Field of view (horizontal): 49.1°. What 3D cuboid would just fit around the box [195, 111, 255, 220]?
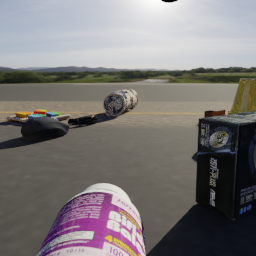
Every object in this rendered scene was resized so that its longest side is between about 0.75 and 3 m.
[{"bbox_3d":[1.500,0.369,3.447,1.305,1.069,0.562,-7,12,-33],"label":"box"}]

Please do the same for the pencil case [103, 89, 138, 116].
[{"bbox_3d":[-0.258,-1.010,11.139,0.861,0.990,2.214,31,18,8],"label":"pencil case"}]

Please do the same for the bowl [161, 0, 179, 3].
[{"bbox_3d":[1.168,-3.466,6.792,1.037,0.204,1.037,-18,-16,-5],"label":"bowl"}]

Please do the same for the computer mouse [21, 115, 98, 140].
[{"bbox_3d":[-1.755,-0.183,7.793,0.870,0.505,2.967,4,11,23],"label":"computer mouse"}]

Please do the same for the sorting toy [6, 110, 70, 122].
[{"bbox_3d":[-3.012,-0.408,9.477,1.600,0.292,1.481,6,12,29],"label":"sorting toy"}]

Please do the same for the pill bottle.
[{"bbox_3d":[-0.223,0.854,1.930,0.706,0.706,1.257,0,11,0],"label":"pill bottle"}]

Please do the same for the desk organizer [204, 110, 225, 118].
[{"bbox_3d":[2.922,-0.424,9.411,0.898,0.346,0.322,-10,15,-43],"label":"desk organizer"}]

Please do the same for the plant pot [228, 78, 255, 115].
[{"bbox_3d":[3.671,-0.692,8.012,1.510,1.420,1.510,1,11,0],"label":"plant pot"}]
